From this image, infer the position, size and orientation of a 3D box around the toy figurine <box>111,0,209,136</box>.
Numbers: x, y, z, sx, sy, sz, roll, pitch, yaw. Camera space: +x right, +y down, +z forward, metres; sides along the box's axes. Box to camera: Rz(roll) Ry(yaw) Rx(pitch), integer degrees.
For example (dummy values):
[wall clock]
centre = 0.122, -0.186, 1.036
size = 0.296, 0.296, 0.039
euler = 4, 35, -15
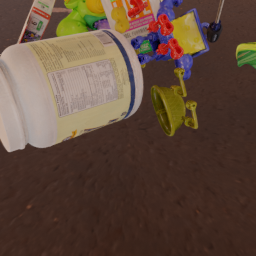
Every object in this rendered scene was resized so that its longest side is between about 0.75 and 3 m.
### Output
[toy figurine]
centre = 1.029, -1.433, 4.977
size = 1.663, 2.776, 1.464
euler = -24, 4, -23

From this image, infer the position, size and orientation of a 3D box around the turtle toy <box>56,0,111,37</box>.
[turtle toy]
centre = -0.913, -3.267, 7.835
size = 2.610, 1.319, 1.902
euler = -37, 45, -16

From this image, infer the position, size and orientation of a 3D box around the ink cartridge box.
[ink cartridge box]
centre = -2.787, -3.037, 8.404
size = 0.578, 1.252, 2.297
euler = 22, 42, -26

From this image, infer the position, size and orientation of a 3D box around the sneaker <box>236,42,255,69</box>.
[sneaker]
centre = 3.867, -1.809, 7.438
size = 1.936, 0.809, 0.717
euler = 19, 32, 34

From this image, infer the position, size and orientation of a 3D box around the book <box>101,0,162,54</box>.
[book]
centre = 0.139, -2.626, 6.235
size = 1.274, 1.907, 0.458
euler = -13, 24, 21

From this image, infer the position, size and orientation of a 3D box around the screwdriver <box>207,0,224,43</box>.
[screwdriver]
centre = 1.407, -1.662, 4.284
size = 0.270, 0.259, 1.857
euler = 23, 5, 7

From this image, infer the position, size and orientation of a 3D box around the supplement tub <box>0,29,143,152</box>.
[supplement tub]
centre = -1.144, -0.691, 4.965
size = 2.424, 1.757, 1.757
euler = -21, 42, -28
